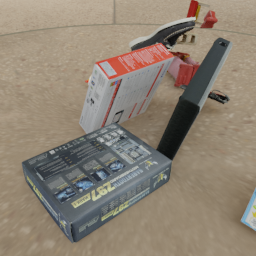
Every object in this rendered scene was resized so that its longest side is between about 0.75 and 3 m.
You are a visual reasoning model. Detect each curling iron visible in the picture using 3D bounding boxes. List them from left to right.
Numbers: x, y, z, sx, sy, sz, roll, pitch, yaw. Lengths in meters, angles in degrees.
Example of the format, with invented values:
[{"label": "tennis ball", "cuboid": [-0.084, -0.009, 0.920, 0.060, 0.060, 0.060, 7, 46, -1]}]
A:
[{"label": "curling iron", "cuboid": [2.214, -1.104, 8.372, 0.553, 0.285, 2.230, 26, 7, -26]}]

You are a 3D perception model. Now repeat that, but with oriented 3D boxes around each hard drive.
[{"label": "hard drive", "cuboid": [1.545, -0.667, 6.587, 0.466, 1.976, 2.831, 28, 48, 10]}]

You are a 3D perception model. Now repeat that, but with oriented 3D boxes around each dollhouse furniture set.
[{"label": "dollhouse furniture set", "cuboid": [2.053, -2.851, 9.464, 1.061, 2.610, 1.404, -1, 31, -20]}]

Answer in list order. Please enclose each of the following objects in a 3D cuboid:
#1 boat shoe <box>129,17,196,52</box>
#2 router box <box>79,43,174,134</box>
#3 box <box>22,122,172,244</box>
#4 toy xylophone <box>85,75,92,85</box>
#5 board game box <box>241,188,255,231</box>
[{"label": "boat shoe", "cuboid": [1.121, -2.871, 9.414, 1.041, 0.850, 2.817, -20, 7, -43]}, {"label": "router box", "cuboid": [-0.097, -0.894, 7.021, 1.993, 2.221, 0.543, -26, 68, -33]}, {"label": "box", "cuboid": [-0.614, 0.905, 5.790, 2.449, 0.625, 1.931, -26, 42, -33]}, {"label": "toy xylophone", "cuboid": [-1.048, -1.635, 9.623, 0.688, 0.236, 0.940, 16, 21, 3]}, {"label": "board game box", "cuboid": [2.872, 1.382, 4.135, 1.976, 1.329, 0.338, 30, 25, 37]}]
